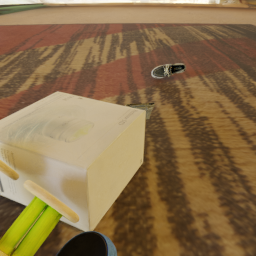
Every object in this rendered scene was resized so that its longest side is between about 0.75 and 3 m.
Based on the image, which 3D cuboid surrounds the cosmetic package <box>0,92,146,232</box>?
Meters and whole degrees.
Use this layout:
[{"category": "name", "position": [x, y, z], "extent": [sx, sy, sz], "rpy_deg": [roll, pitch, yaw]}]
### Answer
[{"category": "cosmetic package", "position": [-1.276, 0.488, 6.306], "extent": [2.609, 1.604, 2.601], "rpy_deg": [15, 31, 20]}]

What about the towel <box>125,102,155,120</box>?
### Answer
[{"category": "towel", "position": [0.298, -0.455, 8.454], "extent": [0.920, 0.956, 0.165], "rpy_deg": [-4, 64, -9]}]

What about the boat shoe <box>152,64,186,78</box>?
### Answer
[{"category": "boat shoe", "position": [1.819, -2.579, 12.549], "extent": [1.563, 0.577, 0.534], "rpy_deg": [-4, 7, 9]}]

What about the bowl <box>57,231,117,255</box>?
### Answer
[{"category": "bowl", "position": [-0.706, 2.114, 4.347], "extent": [1.109, 0.218, 1.109], "rpy_deg": [-21, 33, 14]}]

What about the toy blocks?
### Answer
[{"category": "toy blocks", "position": [-2.473, 1.885, 4.038], "extent": [2.407, 1.049, 2.888], "rpy_deg": [28, 67, 20]}]
